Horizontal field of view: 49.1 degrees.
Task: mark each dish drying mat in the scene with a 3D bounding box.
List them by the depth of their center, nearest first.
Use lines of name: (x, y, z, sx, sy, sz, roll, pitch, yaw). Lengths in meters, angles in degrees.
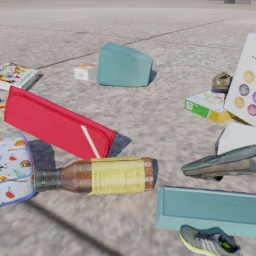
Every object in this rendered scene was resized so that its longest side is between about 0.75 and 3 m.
dish drying mat: (-1.632, -0.025, 6.425, 2.657, 1.021, 0.242, 24, 27, 5)

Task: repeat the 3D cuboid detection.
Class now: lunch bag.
lunch bag: (-2.902, 0.908, 6.184, 1.582, 0.746, 1.975, -14, 32, -20)

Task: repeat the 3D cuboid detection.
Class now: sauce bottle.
sauce bottle: (-0.691, 1.021, 5.919, 2.425, 0.800, 0.800, -2, 28, -3)

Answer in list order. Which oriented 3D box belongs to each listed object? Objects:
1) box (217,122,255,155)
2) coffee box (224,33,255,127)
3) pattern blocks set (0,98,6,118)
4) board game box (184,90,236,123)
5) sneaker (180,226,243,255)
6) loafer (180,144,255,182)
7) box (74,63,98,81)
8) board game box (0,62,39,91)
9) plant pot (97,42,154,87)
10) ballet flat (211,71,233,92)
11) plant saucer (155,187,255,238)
box: (2.897, 0.474, 6.949, 1.084, 0.708, 1.078, 16, 33, 28)
coffee box: (4.770, -1.263, 8.071, 2.435, 2.408, 2.431, -17, 41, -31)
pattern blocks set: (-4.260, -0.632, 9.632, 2.007, 0.163, 1.765, 25, 37, 38)
board game box: (3.192, -0.853, 9.798, 1.949, 0.393, 1.491, -19, 34, -31)
sneaker: (1.382, 1.882, 4.647, 1.099, 0.445, 0.406, 17, 33, 30)
loafer: (1.762, 0.831, 5.470, 0.677, 0.593, 1.884, -20, -6, -34)
box: (-1.892, -2.598, 12.930, 0.741, 0.517, 0.973, 13, 31, 22)
board game box: (-4.835, -2.163, 11.897, 1.387, 0.380, 2.197, 16, 28, -6)
plant pot: (-0.060, -2.598, 12.042, 2.136, 1.510, 1.509, 14, 30, 6)
ballet flat: (4.237, -1.643, 10.348, 2.936, 0.681, 0.989, 0, 1, -28)
plant saucer: (2.009, 1.604, 5.381, 2.927, 0.278, 1.023, 4, 29, 6)
